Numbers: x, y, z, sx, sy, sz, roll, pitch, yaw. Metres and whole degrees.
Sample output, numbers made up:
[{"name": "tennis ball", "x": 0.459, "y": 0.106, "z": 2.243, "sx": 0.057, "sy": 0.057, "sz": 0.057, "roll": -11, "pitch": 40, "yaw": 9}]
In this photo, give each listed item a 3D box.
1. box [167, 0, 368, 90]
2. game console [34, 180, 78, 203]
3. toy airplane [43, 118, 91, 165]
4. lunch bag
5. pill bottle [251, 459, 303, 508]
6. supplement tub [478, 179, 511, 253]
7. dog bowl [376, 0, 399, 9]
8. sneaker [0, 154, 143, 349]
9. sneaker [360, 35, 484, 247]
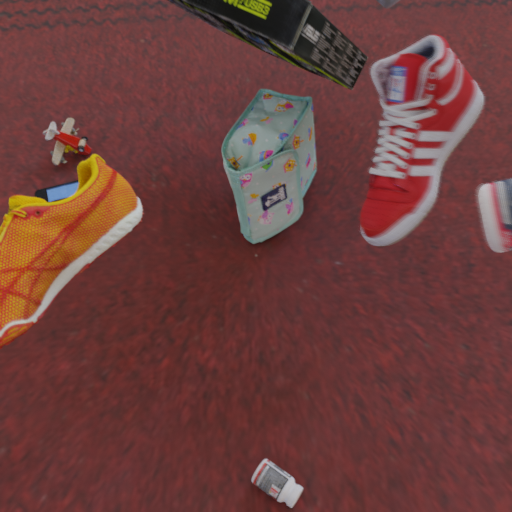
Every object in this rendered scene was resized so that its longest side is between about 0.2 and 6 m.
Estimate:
[{"name": "box", "x": -0.005, "y": -3.693, "z": 8.740, "sx": 2.970, "sy": 0.731, "sz": 3.075, "roll": 29, "pitch": 16, "yaw": 20}, {"name": "game console", "x": -3.434, "y": -1.118, "z": 9.924, "sx": 1.047, "sy": 0.621, "sz": 0.902, "roll": -16, "pitch": 57, "yaw": -11}, {"name": "toy airplane", "x": -3.677, "y": -2.179, "z": 10.708, "sx": 0.814, "sy": 0.574, "sz": 0.810, "roll": -30, "pitch": 92, "yaw": -34}, {"name": "lunch bag", "x": 0.217, "y": -1.463, "z": 9.448, "sx": 1.270, "sy": 1.775, "sz": 2.083, "roll": 14, "pitch": 56, "yaw": 19}, {"name": "pill bottle", "x": 0.275, "y": 2.937, "z": 7.219, "sx": 0.608, "sy": 0.352, "sz": 0.352, "roll": 30, "pitch": 60, "yaw": 20}, {"name": "supplement tub", "x": 3.266, "y": -0.541, "z": 6.460, "sx": 1.198, "sy": 0.841, "sz": 0.841, "roll": -12, "pitch": 50, "yaw": 27}, {"name": "dog bowl", "x": 2.413, "y": -4.376, "z": 8.202, "sx": 0.528, "sy": 1.800, "sz": 1.800, "roll": 49, "pitch": 62, "yaw": -12}, {"name": "sneaker", "x": -2.610, "y": 0.058, "z": 6.235, "sx": 1.173, "sy": 1.110, "sz": 3.042, "roll": 50, "pitch": 57, "yaw": -21}, {"name": "sneaker", "x": 1.942, "y": -1.599, "z": 7.492, "sx": 0.990, "sy": 1.562, "sz": 2.778, "roll": 20, "pitch": 77, "yaw": 48}]
